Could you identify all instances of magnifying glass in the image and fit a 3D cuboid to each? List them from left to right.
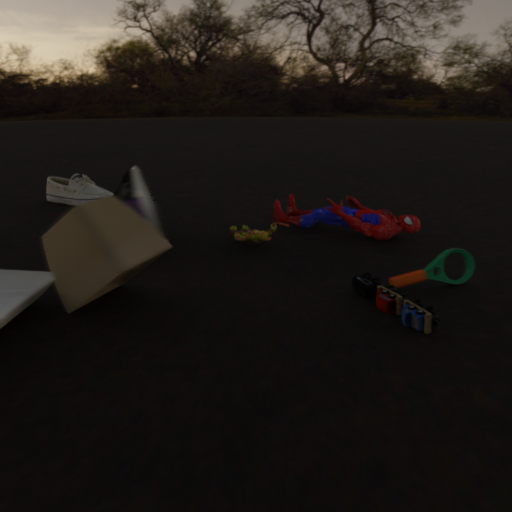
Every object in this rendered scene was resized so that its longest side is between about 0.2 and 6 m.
[{"bbox_3d":[2.857,0.271,9.071,1.477,0.588,0.165,-14,2,-10],"label":"magnifying glass"}]

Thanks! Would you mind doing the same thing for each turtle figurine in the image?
[{"bbox_3d":[-0.020,-0.434,11.403,1.248,0.402,1.006,-20,18,-33],"label":"turtle figurine"}]

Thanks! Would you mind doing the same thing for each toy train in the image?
[{"bbox_3d":[1.959,0.647,8.133,0.433,0.323,1.892,-10,20,-21],"label":"toy train"}]

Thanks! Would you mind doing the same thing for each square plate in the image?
[{"bbox_3d":[-4.574,0.818,7.424,2.983,0.424,2.955,1,17,3],"label":"square plate"}]

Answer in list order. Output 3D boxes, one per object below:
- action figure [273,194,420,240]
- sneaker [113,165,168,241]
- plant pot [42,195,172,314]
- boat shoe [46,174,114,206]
[{"bbox_3d":[1.975,-0.884,12.296,3.273,0.846,1.071,14,20,30],"label":"action figure"},{"bbox_3d":[-2.806,-0.996,11.660,1.353,1.170,3.091,-21,27,-7],"label":"sneaker"},{"bbox_3d":[-2.307,-0.131,8.276,1.313,1.164,1.314,-33,1,28],"label":"plant pot"},{"bbox_3d":[-4.763,-1.810,15.087,2.225,0.777,0.789,9,20,27],"label":"boat shoe"}]
